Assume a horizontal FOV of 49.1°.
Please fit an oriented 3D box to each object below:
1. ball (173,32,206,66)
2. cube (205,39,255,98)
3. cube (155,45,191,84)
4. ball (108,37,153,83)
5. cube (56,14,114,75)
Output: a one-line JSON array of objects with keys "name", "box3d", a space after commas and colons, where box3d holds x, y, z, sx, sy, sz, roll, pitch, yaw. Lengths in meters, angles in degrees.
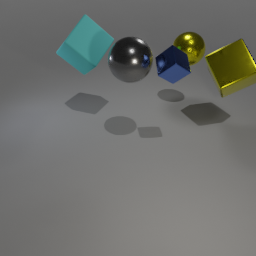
[{"name": "ball", "box3d": [2.554, -3.332, 11.825, 1.400, 1.400, 1.400, 0, 32, 0]}, {"name": "cube", "box3d": [3.858, -2.169, 10.444, 1.400, 1.400, 1.400, -25, -15, 16]}, {"name": "cube", "box3d": [1.317, -1.847, 8.219, 0.700, 0.700, 0.700, 18, 56, -38]}, {"name": "ball", "box3d": [0.075, -2.111, 8.723, 1.400, 1.400, 1.400, 0, 32, 0]}, {"name": "cube", "box3d": [-1.656, -3.128, 10.726, 1.400, 1.400, 1.400, -60, 21, -16]}]
